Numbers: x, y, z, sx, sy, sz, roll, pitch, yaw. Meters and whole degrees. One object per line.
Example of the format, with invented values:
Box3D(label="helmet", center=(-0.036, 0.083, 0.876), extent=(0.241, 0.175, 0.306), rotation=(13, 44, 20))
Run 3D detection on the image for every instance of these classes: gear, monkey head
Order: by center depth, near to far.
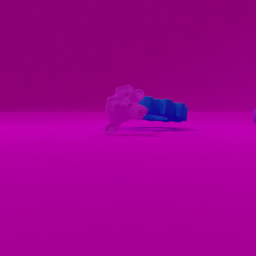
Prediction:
Box3D(label="monkey head", center=(-0.007, -0.388, 5.919), extent=(0.933, 1.297, 0.781), rotation=(34, -14, 20))
Box3D(label="gear", center=(0.595, -0.494, 7.853), extent=(2.083, 0.385, 2.083), rotation=(7, -4, 0))

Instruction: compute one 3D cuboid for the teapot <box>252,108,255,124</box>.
Box3D(label="teapot", center=(3.987, -0.430, 8.060), extent=(0.788, 0.620, 1.267), rotation=(-8, -20, 10))
